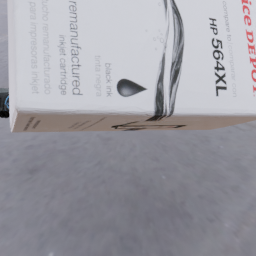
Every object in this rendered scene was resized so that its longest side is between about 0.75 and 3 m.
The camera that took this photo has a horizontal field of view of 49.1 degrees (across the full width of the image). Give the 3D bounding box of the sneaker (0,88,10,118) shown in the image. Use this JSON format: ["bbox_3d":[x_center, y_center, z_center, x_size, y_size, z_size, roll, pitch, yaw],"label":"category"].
[{"bbox_3d":[-2.144,-0.407,5.256,1.502,0.550,0.615,-14,62,-6],"label":"sneaker"}]

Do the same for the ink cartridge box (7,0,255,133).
[{"bbox_3d":[0.166,-1.081,3.361,2.945,2.150,1.242,-1,-8,-25],"label":"ink cartridge box"}]
